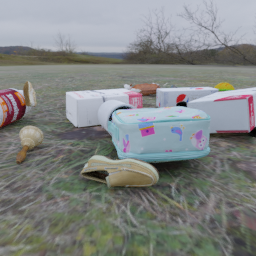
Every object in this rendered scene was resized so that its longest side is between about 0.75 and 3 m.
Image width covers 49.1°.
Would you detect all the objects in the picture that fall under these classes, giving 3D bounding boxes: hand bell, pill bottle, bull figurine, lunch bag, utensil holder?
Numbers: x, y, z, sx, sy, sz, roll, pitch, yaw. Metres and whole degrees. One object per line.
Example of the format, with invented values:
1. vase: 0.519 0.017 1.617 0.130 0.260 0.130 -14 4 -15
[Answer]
1. hand bell: -2.555 0.510 7.007 0.642 0.642 1.233 -1 29 -4
2. pill bottle: -4.347 -0.740 9.862 1.215 1.215 2.152 3 17 12
3. bull figurine: 0.858 -2.254 16.165 2.128 0.693 1.292 5 17 18
4. lunch bag: 0.616 0.083 6.842 2.155 1.036 2.687 -5 8 -7
5. utensil holder: -0.308 -0.299 8.629 1.073 1.073 1.263 -5 15 -18

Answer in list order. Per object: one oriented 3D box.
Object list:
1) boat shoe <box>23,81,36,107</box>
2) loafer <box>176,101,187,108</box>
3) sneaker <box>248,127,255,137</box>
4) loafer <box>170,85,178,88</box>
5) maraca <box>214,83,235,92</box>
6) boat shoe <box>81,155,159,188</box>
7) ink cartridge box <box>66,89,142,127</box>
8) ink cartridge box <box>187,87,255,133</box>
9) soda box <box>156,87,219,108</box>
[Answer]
1. boat shoe: -3.490 -1.192 10.025 0.380 1.032 0.357 -28 -27 31
2. loafer: 2.138 -0.529 9.827 0.889 0.823 2.363 15 22 43
3. sneaker: 4.051 0.112 8.477 0.827 0.317 0.460 5 10 30
4. loafer: 2.540 -1.864 14.752 0.692 0.791 2.201 8 15 7
5. maraca: 5.087 -1.923 14.567 1.124 0.877 1.639 2 6 -11
6. boat shoe: -0.204 0.938 5.396 1.594 0.571 0.607 1 28 32
7. ink cartridge box: -0.935 -0.819 10.483 2.461 1.019 1.803 -7 17 -23
8. ink cartridge box: 3.346 -0.611 9.166 1.835 1.053 2.526 -3 11 38
9. soda box: 2.691 -1.378 12.781 2.679 0.853 0.912 -3 16 -12
